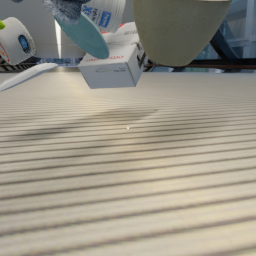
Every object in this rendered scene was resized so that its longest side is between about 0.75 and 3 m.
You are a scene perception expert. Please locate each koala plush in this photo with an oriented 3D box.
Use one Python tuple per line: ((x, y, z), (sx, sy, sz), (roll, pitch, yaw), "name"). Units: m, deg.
((-1.157, -2.442, 4.068), (1.777, 1.576, 1.633), (38, -1, -1), "koala plush")

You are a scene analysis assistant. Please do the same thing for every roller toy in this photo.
((-3.824, -2.898, 9.367), (1.052, 1.374, 1.506), (-39, 5, -23), "roller toy")

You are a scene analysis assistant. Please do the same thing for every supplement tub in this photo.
((-1.213, -3.892, 8.892), (1.986, 1.310, 1.310), (10, 10, -19), "supplement tub")

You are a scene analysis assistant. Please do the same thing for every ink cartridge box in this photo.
((-0.323, -2.609, 9.993), (1.895, 1.070, 2.582), (2, 49, 26), "ink cartridge box")

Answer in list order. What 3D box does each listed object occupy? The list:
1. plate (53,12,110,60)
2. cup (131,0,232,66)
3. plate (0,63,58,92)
((-1.061, -2.283, 6.547), (1.711, 0.219, 1.711), (35, -12, 8), "plate")
((1.371, -3.056, 8.323), (2.826, 2.021, 2.826), (5, 35, -4), "cup")
((-2.647, -1.393, 7.412), (1.348, 0.218, 1.345), (-23, 16, 12), "plate")
